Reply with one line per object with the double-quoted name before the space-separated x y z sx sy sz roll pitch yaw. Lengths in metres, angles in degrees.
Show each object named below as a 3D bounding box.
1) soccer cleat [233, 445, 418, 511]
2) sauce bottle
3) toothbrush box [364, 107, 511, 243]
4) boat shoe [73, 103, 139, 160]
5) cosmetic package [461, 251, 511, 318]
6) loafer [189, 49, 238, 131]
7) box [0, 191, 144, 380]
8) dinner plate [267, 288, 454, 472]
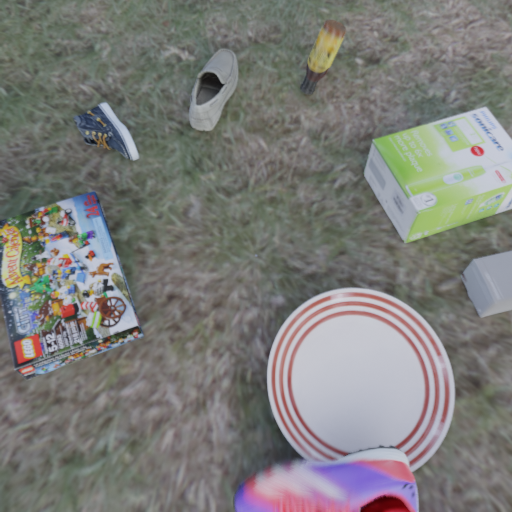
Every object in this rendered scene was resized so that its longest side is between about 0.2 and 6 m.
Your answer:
"soccer cleat" 0.968 3.485 8.018 2.652 0.905 0.971 -12 35 2
"sauce bottle" 1.444 -4.366 12.469 0.551 1.668 0.551 12 46 -12
"toothbrush box" 3.784 -1.632 11.167 2.613 1.125 1.902 -16 61 -11
"boat shoe" -3.225 -2.529 12.017 0.834 0.650 1.838 -29 56 -16
"cosmetic package" 4.766 0.416 10.172 1.740 0.785 0.929 -12 62 -11
"loafer" -0.934 -3.900 12.671 0.839 0.837 2.399 10 60 6
"box" -3.534 0.431 10.254 2.121 0.585 3.105 -20 61 -11
"dinner plate" 1.700 2.057 9.182 3.115 0.378 3.115 3 68 -7
